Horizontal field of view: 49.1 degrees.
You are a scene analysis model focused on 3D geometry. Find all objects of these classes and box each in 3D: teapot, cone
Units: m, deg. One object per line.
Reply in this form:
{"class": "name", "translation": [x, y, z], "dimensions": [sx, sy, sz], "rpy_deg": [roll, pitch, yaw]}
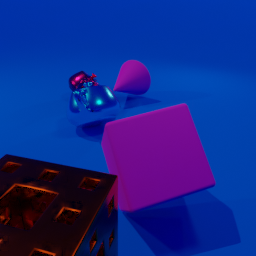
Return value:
{"class": "teapot", "translation": [-1.237, -1.307, 8.435], "dimensions": [1.005, 0.792, 1.617], "rpy_deg": [42, 8, -3]}
{"class": "cone", "translation": [-0.090, -1.293, 8.229], "dimensions": [1.119, 1.119, 1.123], "rpy_deg": [17, 36, 30]}
{"class": "teapot", "translation": [-0.850, -0.594, 6.795], "dimensions": [1.301, 1.024, 2.092], "rpy_deg": [-14, -4, 11]}

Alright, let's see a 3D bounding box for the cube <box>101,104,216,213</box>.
{"class": "cube", "translation": [0.341, 0.482, 4.078], "dimensions": [1.161, 1.161, 1.161], "rpy_deg": [-15, -13, -12]}

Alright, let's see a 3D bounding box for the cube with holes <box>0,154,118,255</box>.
{"class": "cube with holes", "translation": [-0.973, 1.312, 2.843], "dimensions": [1.388, 1.388, 1.388], "rpy_deg": [8, 28, 14]}
